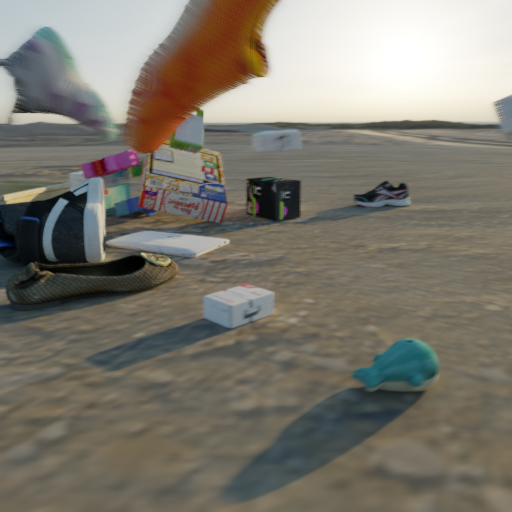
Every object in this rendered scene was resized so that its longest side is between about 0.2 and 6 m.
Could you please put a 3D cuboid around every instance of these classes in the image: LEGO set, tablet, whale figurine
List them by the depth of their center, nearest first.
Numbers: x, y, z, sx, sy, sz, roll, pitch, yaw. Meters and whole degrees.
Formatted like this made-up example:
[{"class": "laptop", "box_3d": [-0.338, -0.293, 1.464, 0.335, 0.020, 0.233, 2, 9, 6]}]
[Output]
[{"class": "whale figurine", "box_3d": [1.306, 1.020, 5.226, 0.829, 0.430, 0.660, -6, 15, -22]}, {"class": "tablet", "box_3d": [-1.728, -0.270, 10.978, 2.095, 0.143, 1.363, 8, 16, 26]}, {"class": "LEGO set", "box_3d": [-2.315, -1.999, 14.701, 1.690, 1.571, 4.119, -11, 7, 29]}]

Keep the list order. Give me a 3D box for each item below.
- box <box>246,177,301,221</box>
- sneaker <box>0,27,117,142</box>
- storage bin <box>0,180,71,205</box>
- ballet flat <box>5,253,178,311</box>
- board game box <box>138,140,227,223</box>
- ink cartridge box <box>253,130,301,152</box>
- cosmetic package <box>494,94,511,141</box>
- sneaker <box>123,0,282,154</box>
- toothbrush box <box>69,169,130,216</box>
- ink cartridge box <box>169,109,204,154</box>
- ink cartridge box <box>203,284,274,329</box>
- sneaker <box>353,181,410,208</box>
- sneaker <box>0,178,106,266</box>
[{"class": "box", "box_3d": [0.419, -1.451, 13.990, 0.794, 0.949, 1.277, -10, 17, -36]}, {"class": "sneaker", "box_3d": [-3.378, -2.486, 9.231, 1.480, 2.115, 0.822, -37, 40, -8]}, {"class": "storage bin", "box_3d": [-5.490, -0.953, 11.815, 2.237, 1.056, 2.253, 4, 15, 13]}, {"class": "ballet flat", "box_3d": [-2.256, 0.241, 8.010, 2.510, 0.582, 0.846, -10, 17, -34]}, {"class": "board game box", "box_3d": [-1.800, -1.936, 13.756, 1.977, 0.604, 2.609, 11, 35, -16]}, {"class": "ink cartridge box", "box_3d": [0.504, -2.814, 13.668, 1.032, 0.433, 0.747, -5, 18, -9]}, {"class": "cosmetic package", "box_3d": [3.575, -1.929, 7.693, 0.410, 0.497, 0.410, -22, -15, 26]}, {"class": "sneaker", "box_3d": [-0.558, -2.121, 6.358, 1.160, 3.007, 1.097, 39, 37, -10]}, {"class": "toothbrush box", "box_3d": [-3.972, -1.624, 14.352, 0.651, 1.117, 1.526, 8, 16, 29]}, {"class": "ink cartridge box", "box_3d": [-1.562, -2.884, 12.683, 0.700, 0.947, 0.359, 9, -16, -28]}, {"class": "ink cartridge box", "box_3d": [-0.219, 0.623, 7.052, 0.747, 0.317, 0.544, -11, 18, -42]}, {"class": "sneaker", "box_3d": [3.504, -1.762, 15.747, 1.643, 0.709, 0.660, -4, 13, -12]}, {"class": "sneaker", "box_3d": [-3.852, -0.749, 10.520, 1.946, 1.271, 3.478, -2, 15, -14]}]
